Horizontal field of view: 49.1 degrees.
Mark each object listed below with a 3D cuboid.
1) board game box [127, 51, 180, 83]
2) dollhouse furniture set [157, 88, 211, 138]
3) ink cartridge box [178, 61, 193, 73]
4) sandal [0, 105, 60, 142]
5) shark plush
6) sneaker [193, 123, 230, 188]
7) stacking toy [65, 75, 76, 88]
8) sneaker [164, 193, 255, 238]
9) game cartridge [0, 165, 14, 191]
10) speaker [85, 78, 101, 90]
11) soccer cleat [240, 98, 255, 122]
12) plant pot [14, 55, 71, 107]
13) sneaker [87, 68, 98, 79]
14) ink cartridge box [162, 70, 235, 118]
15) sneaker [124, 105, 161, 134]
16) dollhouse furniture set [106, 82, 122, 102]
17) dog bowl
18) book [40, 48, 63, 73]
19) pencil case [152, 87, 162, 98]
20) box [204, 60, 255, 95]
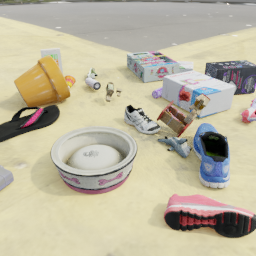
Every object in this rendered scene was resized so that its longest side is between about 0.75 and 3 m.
[{"bbox_3d":[1.284,-3.381,15.159,1.990,0.867,2.698,-11,32,-16],"label":"board game box"},{"bbox_3d":[1.849,-0.654,9.221,1.031,1.915,0.779,41,52,9],"label":"dollhouse furniture set"},{"bbox_3d":[3.076,-3.205,15.181,0.875,0.507,1.208,6,31,10],"label":"ink cartridge box"},{"bbox_3d":[-3.682,-0.319,10.099,1.089,0.654,2.900,25,39,36],"label":"sandal"},{"bbox_3d":[1.437,0.525,8.937,1.252,0.569,0.521,26,70,30],"label":"shark plush"},{"bbox_3d":[2.518,0.500,8.188,1.044,1.185,2.657,2,30,4],"label":"sneaker"},{"bbox_3d":[-2.858,-2.106,13.460,0.587,0.587,0.804,2,50,4],"label":"stacking toy"},{"bbox_3d":[1.864,1.828,6.338,2.051,0.756,0.890,5,30,9],"label":"sneaker"},{"bbox_3d":[-4.580,1.329,7.524,2.619,0.503,1.698,17,30,26],"label":"game cartridge"},{"bbox_3d":[-1.663,-2.089,13.214,0.402,0.402,0.990,-16,28,-26],"label":"speaker"},{"bbox_3d":[4.956,-0.697,10.778,0.655,0.571,1.712,9,33,45],"label":"soccer cleat"},{"bbox_3d":[-3.629,-1.772,11.621,1.761,1.924,1.924,-30,39,-17],"label":"plant pot"},{"bbox_3d":[-1.810,-2.795,14.676,0.494,0.428,1.114,11,38,0],"label":"sneaker"},{"bbox_3d":[2.845,-1.510,11.731,1.774,1.039,2.454,-16,32,-28],"label":"ink cartridge box"},{"bbox_3d":[0.457,-0.338,10.071,1.645,0.721,0.622,25,38,35],"label":"sneaker"},{"bbox_3d":[-0.548,-1.478,11.840,0.706,0.444,0.798,11,48,-19],"label":"dollhouse furniture set"},{"bbox_3d":[-0.912,0.882,7.848,2.355,0.868,2.355,0,31,0],"label":"dog bowl"},{"bbox_3d":[-3.914,-3.336,14.458,0.979,1.465,0.352,-8,31,-12],"label":"book"},{"bbox_3d":[1.491,-1.647,12.613,0.957,0.409,0.401,-32,73,-39],"label":"pencil case"},{"bbox_3d":[4.686,-2.303,12.837,2.136,1.306,1.133,-6,30,-11],"label":"box"}]
